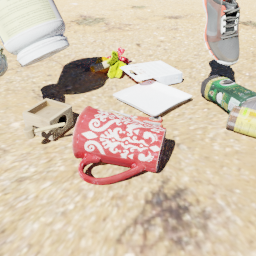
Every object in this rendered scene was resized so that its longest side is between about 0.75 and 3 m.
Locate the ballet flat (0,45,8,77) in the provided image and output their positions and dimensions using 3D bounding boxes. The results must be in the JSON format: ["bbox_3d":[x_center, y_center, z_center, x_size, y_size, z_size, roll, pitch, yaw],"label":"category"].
[{"bbox_3d":[-3.501,-1.780,7.339,0.782,0.782,2.253,-12,40,-17],"label":"ballet flat"}]

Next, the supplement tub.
[{"bbox_3d":[-3.021,-3.322,8.183,1.904,2.626,1.904,-23,15,7],"label":"supplement tub"}]

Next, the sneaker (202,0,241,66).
[{"bbox_3d":[2.868,-3.209,8.388,1.012,2.627,1.076,-13,-2,-8],"label":"sneaker"}]

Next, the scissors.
[{"bbox_3d":[0.189,-0.300,8.680,1.866,0.130,0.682,11,35,16],"label":"scissors"}]

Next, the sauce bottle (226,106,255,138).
[{"bbox_3d":[3.964,0.022,7.671,2.356,0.762,0.762,19,38,23],"label":"sauce bottle"}]

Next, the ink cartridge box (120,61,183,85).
[{"bbox_3d":[0.879,-2.100,11.006,1.975,0.467,1.581,-15,36,-22],"label":"ink cartridge box"}]

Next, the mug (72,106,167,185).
[{"bbox_3d":[-0.205,0.524,6.781,2.002,1.777,1.336,12,-4,10],"label":"mug"}]

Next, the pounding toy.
[{"bbox_3d":[-2.219,-0.034,7.744,1.405,0.731,1.599,17,37,23],"label":"pounding toy"}]

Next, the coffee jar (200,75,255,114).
[{"bbox_3d":[3.305,-1.064,9.182,1.016,0.831,1.948,-15,37,-20],"label":"coffee jar"}]

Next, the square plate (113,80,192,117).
[{"bbox_3d":[0.834,-1.032,9.592,1.987,0.283,1.968,-27,41,-36],"label":"square plate"}]

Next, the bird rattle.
[{"bbox_3d":[-0.830,-2.831,11.757,1.602,1.107,1.964,-15,30,7],"label":"bird rattle"}]
